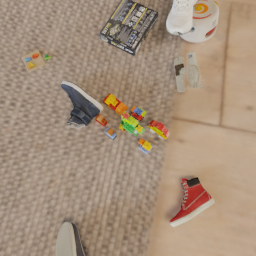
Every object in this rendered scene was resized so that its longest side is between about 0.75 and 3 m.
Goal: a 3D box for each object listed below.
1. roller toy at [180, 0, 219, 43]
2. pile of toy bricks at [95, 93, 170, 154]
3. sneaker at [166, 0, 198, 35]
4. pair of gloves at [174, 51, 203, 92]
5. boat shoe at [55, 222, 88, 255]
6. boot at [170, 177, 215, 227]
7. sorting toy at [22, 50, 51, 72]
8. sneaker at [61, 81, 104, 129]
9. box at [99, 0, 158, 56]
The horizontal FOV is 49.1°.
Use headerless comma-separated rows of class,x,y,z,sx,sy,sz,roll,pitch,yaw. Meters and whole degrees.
roller toy,2.290,-3.554,9.133,1.400,0.978,1.277,-5,60,6
pile of toy bricks,0.042,-0.159,8.268,2.287,1.129,1.269,36,78,9
sneaker,1.613,-3.733,8.364,0.818,0.956,2.195,9,66,14
pair of gloves,1.798,-1.683,8.510,0.230,1.309,1.113,-11,94,-19
boat shoe,-1.335,3.847,7.525,0.811,0.939,2.585,8,62,-43
boot,1.604,2.060,8.007,1.448,0.524,1.045,-30,76,-16
sorting toy,-3.041,-2.324,9.374,0.892,0.131,0.660,-28,76,-7
sneaker,-1.711,-0.682,8.686,1.565,0.595,1.131,36,75,8
box,0.040,-3.482,9.540,1.380,0.420,1.712,28,77,6
